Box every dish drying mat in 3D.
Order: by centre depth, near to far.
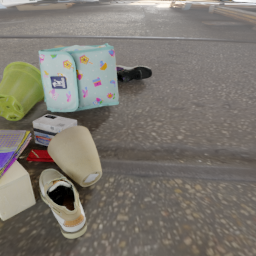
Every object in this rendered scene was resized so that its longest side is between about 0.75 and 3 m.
[{"bbox_3d":[-2.471,0.886,8.954,1.399,0.127,0.537,2,30,3],"label":"dish drying mat"}]

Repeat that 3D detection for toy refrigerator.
[{"bbox_3d":[-3.664,1.169,7.596,0.970,1.052,2.771,-25,40,-35],"label":"toy refrigerator"}]

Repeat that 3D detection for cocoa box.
[{"bbox_3d":[-2.439,0.125,9.463,1.246,0.817,0.831,12,25,20],"label":"cocoa box"}]

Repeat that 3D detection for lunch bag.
[{"bbox_3d":[-2.023,-2.064,11.475,2.982,2.540,1.818,-10,25,-16],"label":"lunch bag"}]

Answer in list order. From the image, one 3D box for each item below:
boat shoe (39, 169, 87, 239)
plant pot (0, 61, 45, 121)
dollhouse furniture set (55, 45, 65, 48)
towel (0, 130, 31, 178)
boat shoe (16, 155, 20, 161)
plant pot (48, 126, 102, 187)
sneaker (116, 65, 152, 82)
[{"bbox_3d":[-1.676,1.634,7.064,0.870,0.796,2.329,-19,36,-28],"label":"boat shoe"},{"bbox_3d":[-4.430,-1.329,11.200,1.973,1.973,1.814,5,43,8],"label":"plant pot"},{"bbox_3d":[-2.398,-2.954,13.491,1.932,2.032,1.656,29,41,36],"label":"dollhouse furniture set"},{"bbox_3d":[-3.657,0.683,7.134,1.651,0.262,2.299,4,32,6],"label":"towel"},{"bbox_3d":[-3.565,0.760,8.988,0.260,0.304,0.830,-5,34,-15],"label":"boat shoe"},{"bbox_3d":[-1.374,0.908,7.964,1.345,1.345,1.436,-19,54,-28],"label":"plant pot"},{"bbox_3d":[0.130,-2.645,14.374,2.183,0.827,0.956,3,45,14],"label":"sneaker"}]
